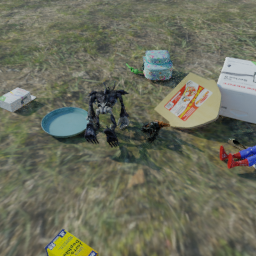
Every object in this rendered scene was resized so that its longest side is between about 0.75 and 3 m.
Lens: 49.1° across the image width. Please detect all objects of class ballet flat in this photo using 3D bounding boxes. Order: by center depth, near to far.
[{"bbox_3d":[3.741,0.588,9.414,0.324,0.223,0.962,-16,40,-20],"label":"ballet flat"}]

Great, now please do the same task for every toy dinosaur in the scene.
[{"bbox_3d":[0.890,-0.028,9.705,0.636,1.245,0.845,44,51,-4],"label":"toy dinosaur"}]

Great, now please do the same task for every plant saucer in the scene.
[{"bbox_3d":[-2.278,-0.191,10.416,1.810,0.248,1.810,0,37,0],"label":"plant saucer"}]

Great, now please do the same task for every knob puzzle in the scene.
[{"bbox_3d":[2.457,-0.841,10.448,2.604,0.361,2.604,-19,50,24],"label":"knob puzzle"}]

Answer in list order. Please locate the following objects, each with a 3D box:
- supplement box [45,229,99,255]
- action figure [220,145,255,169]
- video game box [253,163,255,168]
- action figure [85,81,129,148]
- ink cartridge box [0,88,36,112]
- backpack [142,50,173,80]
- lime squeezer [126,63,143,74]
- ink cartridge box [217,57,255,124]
[{"bbox_3d":[-1.219,2.841,6.183,1.057,0.579,0.575,22,43,25],"label":"supplement box"},{"bbox_3d":[4.444,0.728,8.788,2.918,0.754,0.954,-3,16,-7],"label":"action figure"},{"bbox_3d":[4.516,1.283,8.424,1.058,0.248,0.963,-6,29,-7],"label":"video game box"},{"bbox_3d":[-0.782,-0.491,9.933,1.588,1.363,2.671,2,44,6],"label":"action figure"},{"bbox_3d":[-4.571,-1.245,11.614,0.775,0.446,1.324,19,42,23],"label":"ink cartridge box"},{"bbox_3d":[1.418,-2.964,13.330,1.430,1.213,1.611,-2,43,-1],"label":"backpack"},{"bbox_3d":[0.348,-2.905,13.863,1.271,0.240,0.449,27,56,18],"label":"lime squeezer"},{"bbox_3d":[4.767,-1.616,11.412,2.152,1.243,2.959,15,40,17],"label":"ink cartridge box"}]
